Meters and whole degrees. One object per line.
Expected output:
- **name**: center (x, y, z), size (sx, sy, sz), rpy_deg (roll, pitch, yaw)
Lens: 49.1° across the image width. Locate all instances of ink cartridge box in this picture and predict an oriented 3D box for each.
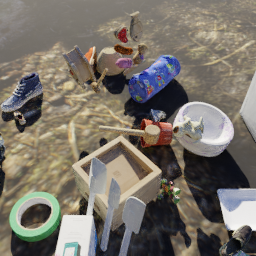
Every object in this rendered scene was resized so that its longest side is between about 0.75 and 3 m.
- **ink cartridge box**: center (-1.227, 3.315, 6.343), size (0.758, 1.309, 2.253), rpy_deg (1, 45, 1)

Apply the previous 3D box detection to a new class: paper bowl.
- **paper bowl**: center (2.502, 0.116, 9.583), size (1.940, 1.009, 1.940), rpy_deg (7, 48, -8)

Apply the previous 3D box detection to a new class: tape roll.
- **tape roll**: center (-2.591, 2.465, 7.886), size (1.355, 0.326, 1.355), rpy_deg (0, 45, 0)

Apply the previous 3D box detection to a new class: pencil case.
- **pencil case**: center (1.112, -2.173, 11.889), size (1.065, 1.185, 2.730), rpy_deg (-2, 31, 49)

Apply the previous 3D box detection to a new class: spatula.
- **spatula**: center (-0.460, 2.133, 6.679), size (1.824, 2.623, 0.211), rpy_deg (34, 40, 30)

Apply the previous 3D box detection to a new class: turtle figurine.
- **turtle figurine**: center (1.057, 1.842, 8.216), size (0.880, 0.908, 0.653), rpy_deg (26, 90, 49)

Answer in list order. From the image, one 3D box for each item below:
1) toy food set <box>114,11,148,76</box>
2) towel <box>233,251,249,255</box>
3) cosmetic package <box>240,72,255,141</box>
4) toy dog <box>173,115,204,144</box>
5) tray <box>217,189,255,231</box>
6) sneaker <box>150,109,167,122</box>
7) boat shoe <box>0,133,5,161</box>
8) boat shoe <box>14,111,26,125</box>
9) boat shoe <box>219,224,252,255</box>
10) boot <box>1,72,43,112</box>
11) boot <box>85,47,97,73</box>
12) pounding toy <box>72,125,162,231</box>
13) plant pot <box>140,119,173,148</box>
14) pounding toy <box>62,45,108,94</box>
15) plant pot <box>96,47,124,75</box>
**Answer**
- **toy food set**: center (0.108, -3.284, 11.684), size (1.694, 2.664, 0.420), rpy_deg (-35, 57, -7)
- **towel**: center (2.938, 3.519, 6.985), size (1.045, 0.122, 0.797), rpy_deg (27, 52, 24)
- **cosmetic package**: center (5.233, -0.630, 9.379), size (1.559, 2.528, 2.536), rpy_deg (-3, 45, -3)
- **toy dog**: center (1.776, 0.067, 8.333), size (0.886, 0.619, 0.859), rpy_deg (3, 78, 23)
- **tray**: center (3.869, 2.366, 8.022), size (2.431, 0.270, 1.305), rpy_deg (0, 46, 0)
- **sneaker**: center (1.211, -0.364, 10.649), size (0.600, 0.390, 1.039), rpy_deg (-4, 44, -7)
- **boat shoe**: center (-4.762, 0.288, 9.675), size (1.333, 1.039, 2.937), rpy_deg (12, 45, -5)
- **boat shoe**: center (-4.183, -0.446, 10.796), size (0.292, 0.274, 0.791), rpy_deg (-31, 53, -27)
- **boat shoe**: center (2.831, 2.921, 7.172), size (1.154, 0.374, 0.423), rpy_deg (-39, 74, -20)
- **boot**: center (-4.390, -1.509, 11.413), size (0.713, 0.886, 1.961), rpy_deg (27, 51, 24)
- **boot**: center (-1.974, -3.299, 13.387), size (0.955, 0.668, 1.781), rpy_deg (0, 46, 7)
- **pounding toy**: center (-0.132, 1.095, 8.527), size (2.904, 1.329, 2.552), rpy_deg (-31, 53, -27)
- **plant pot**: center (1.000, 0.191, 9.762), size (0.967, 0.995, 0.995), rpy_deg (1, 45, -11)
- **pounding toy**: center (-1.506, -2.181, 10.077), size (1.147, 1.999, 1.143), rpy_deg (-36, 62, -10)
- **plant pot**: center (-0.838, -3.230, 13.104), size (1.363, 0.915, 1.363), rpy_deg (0, 45, 0)
